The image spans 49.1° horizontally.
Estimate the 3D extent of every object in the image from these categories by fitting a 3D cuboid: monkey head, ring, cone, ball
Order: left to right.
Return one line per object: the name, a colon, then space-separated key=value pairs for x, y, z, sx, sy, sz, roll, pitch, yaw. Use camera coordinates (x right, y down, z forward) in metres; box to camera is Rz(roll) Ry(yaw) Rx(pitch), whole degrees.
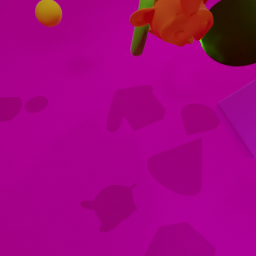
ball: x=-2.203 y=-3.188 z=7.787 sx=0.712 sy=0.712 sz=0.712 roll=0 pitch=51 yaw=0
ring: x=0.388 y=-2.870 z=7.743 sx=0.354 sy=1.768 sz=1.768 roll=11 pitch=51 yaw=-3
monkey head: x=0.867 y=-2.022 z=4.708 sx=1.599 sy=1.150 sz=0.963 roll=-21 pitch=57 yaw=-9
cone: x=2.556 y=-1.861 z=6.416 sx=1.626 sy=1.632 sz=1.626 roll=-4 pitch=77 yaw=20

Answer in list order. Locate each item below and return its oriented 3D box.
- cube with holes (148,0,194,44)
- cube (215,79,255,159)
cube with holes: x=1.253 y=-2.966 z=7.653 sx=0.987 sy=0.987 sz=0.987 roll=14 pitch=7 yaw=-39
cube: x=2.111 y=-0.173 z=4.508 sx=0.999 sy=0.999 sz=0.999 roll=-33 pitch=78 yaw=10
